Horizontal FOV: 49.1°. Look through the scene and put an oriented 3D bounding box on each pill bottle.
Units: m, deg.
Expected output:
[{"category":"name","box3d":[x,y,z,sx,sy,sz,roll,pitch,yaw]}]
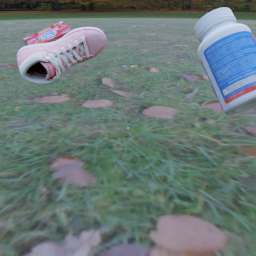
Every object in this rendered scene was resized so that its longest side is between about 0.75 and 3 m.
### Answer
[{"category":"pill bottle","box3d":[2.175,-1.414,5.876,1.156,2.060,1.156,-18,-13,-4]}]

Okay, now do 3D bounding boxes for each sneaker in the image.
[{"category":"sneaker","box3d":[-1.226,-1.337,5.390,1.817,0.684,0.950,-17,42,-5]}]

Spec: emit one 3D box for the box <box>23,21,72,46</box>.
[{"category":"box","box3d":[-2.700,-2.981,9.811,1.564,0.747,0.780,-33,58,-18]}]
